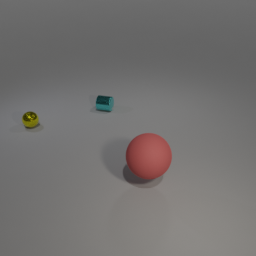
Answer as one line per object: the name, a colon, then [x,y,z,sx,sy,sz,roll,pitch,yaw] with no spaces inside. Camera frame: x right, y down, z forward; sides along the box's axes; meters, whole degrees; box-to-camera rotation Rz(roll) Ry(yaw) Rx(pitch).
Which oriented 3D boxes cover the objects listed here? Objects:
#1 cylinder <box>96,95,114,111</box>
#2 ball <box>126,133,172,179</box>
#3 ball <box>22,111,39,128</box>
cylinder: [-1.105,-1.191,13.422,0.700,0.700,0.700,8,32,13]
ball: [0.628,0.850,8.513,1.400,1.400,1.400,0,31,0]
ball: [-4.200,-0.369,12.050,0.700,0.700,0.700,0,31,0]
